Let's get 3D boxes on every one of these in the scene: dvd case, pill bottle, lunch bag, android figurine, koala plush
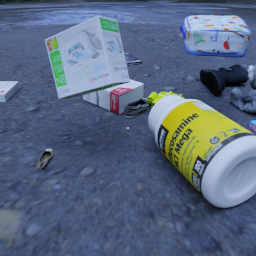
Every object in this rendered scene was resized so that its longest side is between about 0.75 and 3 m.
[{"bbox_3d":[-0.285,-3.800,15.451,1.485,0.159,1.997,-12,32,-20],"label":"dvd case"},{"bbox_3d":[1.690,0.324,6.660,1.658,1.658,2.948,-12,31,-20],"label":"pill bottle"},{"bbox_3d":[2.456,-2.743,8.236,1.833,0.864,2.288,2,31,7],"label":"lunch bag"},{"bbox_3d":[1.490,-0.866,9.938,1.573,0.355,1.728,21,36,15],"label":"android figurine"},{"bbox_3d":[4.618,-1.411,9.675,1.505,1.697,1.560,-3,30,-7],"label":"koala plush"}]

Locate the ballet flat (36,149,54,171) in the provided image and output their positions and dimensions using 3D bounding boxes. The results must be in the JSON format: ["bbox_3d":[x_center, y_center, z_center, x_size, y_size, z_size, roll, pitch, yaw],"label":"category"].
[{"bbox_3d":[-2.176,0.779,7.335,0.299,0.206,0.887,4,30,7],"label":"ballet flat"}]

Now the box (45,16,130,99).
[{"bbox_3d":[-0.977,-1.616,6.769,1.718,1.516,0.831,-8,5,32],"label":"box"}]

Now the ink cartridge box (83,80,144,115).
[{"bbox_3d":[-0.579,-1.349,10.470,1.932,0.809,1.394,23,37,34],"label":"ink cartridge box"}]

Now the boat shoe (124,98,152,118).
[{"bbox_3d":[0.435,-0.814,9.902,0.515,0.439,1.541,22,36,34],"label":"boat shoe"}]

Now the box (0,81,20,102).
[{"bbox_3d":[-5.464,-1.490,11.177,1.765,0.363,1.376,1,30,3],"label":"box"}]

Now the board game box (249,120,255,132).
[{"bbox_3d":[4.390,0.069,8.576,0.818,0.216,1.069,-8,30,-13],"label":"board game box"}]

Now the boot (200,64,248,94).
[{"bbox_3d":[4.208,-2.100,11.747,1.836,0.835,2.185,-6,24,-2],"label":"boot"}]
